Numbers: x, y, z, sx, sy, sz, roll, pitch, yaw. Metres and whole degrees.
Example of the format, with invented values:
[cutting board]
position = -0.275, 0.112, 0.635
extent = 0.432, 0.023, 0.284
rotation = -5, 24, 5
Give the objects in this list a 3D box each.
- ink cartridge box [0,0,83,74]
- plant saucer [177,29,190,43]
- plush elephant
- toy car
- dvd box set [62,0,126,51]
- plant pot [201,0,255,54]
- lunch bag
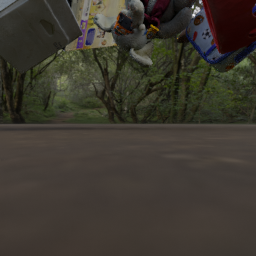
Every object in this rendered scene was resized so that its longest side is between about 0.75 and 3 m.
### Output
[ink cartridge box]
position = -2.193, -2.489, 5.275
extent = 1.566, 2.166, 1.574
rotation = -35, -17, -2
[plant saucer]
position = 2.330, -3.370, 9.856
extent = 1.302, 0.238, 1.302
rotation = -17, -1, 0
[plush elephant]
position = 0.377, -3.021, 7.643
extent = 2.321, 2.182, 2.818
rotation = 37, -34, 7
[toy car]
position = 0.179, -2.210, 6.525
extent = 1.279, 0.627, 0.426
rotation = 11, -39, -35
[dvd box set]
position = -0.972, -3.503, 9.121
extent = 2.500, 1.829, 0.368
rotation = -22, 54, -40
[plant pot]
position = 2.336, -2.855, 4.942
extent = 2.227, 2.446, 2.446
rotation = -18, -6, 21
[lunch bag]
position = 2.866, -2.773, 7.269
extent = 0.942, 1.998, 2.493
rotation = 23, -55, -42
